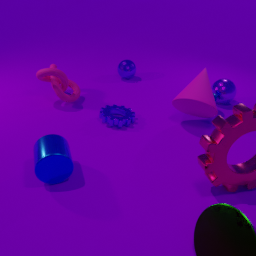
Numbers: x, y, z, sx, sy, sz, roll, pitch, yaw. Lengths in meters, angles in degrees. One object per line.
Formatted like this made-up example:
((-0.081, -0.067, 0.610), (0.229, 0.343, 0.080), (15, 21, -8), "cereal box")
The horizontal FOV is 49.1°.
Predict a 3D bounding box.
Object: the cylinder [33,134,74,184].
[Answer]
((-1.810, 0.736, 6.759), (0.881, 0.881, 0.881), (-10, 34, -15), "cylinder")

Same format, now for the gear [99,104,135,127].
((-0.341, -0.415, 9.014), (1.138, 0.211, 1.138), (6, 30, -4), "gear")

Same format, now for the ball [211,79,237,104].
((3.359, -1.296, 9.872), (0.880, 0.880, 0.880), (0, 33, 0), "ball")

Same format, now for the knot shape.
((-2.505, -1.669, 9.824), (1.657, 1.550, 0.765), (42, 90, 23), "knot shape")

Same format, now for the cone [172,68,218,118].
((2.182, -1.215, 8.490), (1.380, 1.380, 1.385), (14, 77, 20), "cone")

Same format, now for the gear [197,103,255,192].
((2.555, 0.454, 6.097), (2.044, 2.044, 0.378), (-6, 28, -10), "gear")

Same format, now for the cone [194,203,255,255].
((2.106, 2.048, 4.983), (1.306, 1.301, 1.301), (13, 24, -31), "cone")

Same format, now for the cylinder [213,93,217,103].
((2.501, -0.920, 9.330), (0.703, 0.703, 0.703), (23, 36, 5), "cylinder")

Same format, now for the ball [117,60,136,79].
((-0.046, -2.467, 11.774), (0.802, 0.802, 0.802), (0, 33, 0), "ball")
